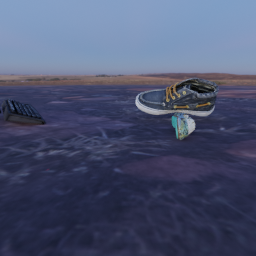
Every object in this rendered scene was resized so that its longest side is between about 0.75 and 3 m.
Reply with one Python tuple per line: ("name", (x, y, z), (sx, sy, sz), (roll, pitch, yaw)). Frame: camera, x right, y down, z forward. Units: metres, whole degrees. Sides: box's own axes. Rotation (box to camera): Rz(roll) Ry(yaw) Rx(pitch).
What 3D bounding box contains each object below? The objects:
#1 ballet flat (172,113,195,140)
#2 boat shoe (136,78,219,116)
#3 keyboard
("ballet flat", (1.499, -0.111, 7.460), (0.620, 0.620, 1.670), (1, 16, 5))
("boat shoe", (1.666, -1.178, 9.780), (2.826, 1.000, 1.283), (4, -31, 6))
("keyboard", (-4.043, -0.668, 10.042), (1.757, 0.375, 2.927), (6, 10, -27))
